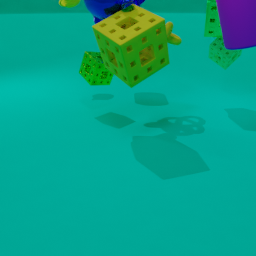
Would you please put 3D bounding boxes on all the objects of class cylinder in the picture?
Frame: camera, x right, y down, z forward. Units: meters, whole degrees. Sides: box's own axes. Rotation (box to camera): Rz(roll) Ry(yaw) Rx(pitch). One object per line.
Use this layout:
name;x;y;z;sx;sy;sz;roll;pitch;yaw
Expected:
cylinder;2.703;-2.588;6.075;1.397;1.397;1.397;-16;20;6

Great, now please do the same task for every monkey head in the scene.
monkey head;-0.426;-3.373;7.376;1.400;1.173;1.947;-40;58;-23

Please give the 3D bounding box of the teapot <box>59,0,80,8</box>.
teapot;-2.302;-5.280;11.133;0.862;0.679;1.386;16;60;27

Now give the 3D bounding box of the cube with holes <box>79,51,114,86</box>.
cube with holes;-0.990;-1.944;9.160;0.797;0.797;0.797;-9;46;-41

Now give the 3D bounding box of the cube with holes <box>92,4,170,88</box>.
cube with holes;0.103;-2.041;6.939;1.247;1.247;1.247;-34;51;-14

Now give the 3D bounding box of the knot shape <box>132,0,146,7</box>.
knot shape;0.063;-3.974;8.360;1.481;1.386;0.684;48;39;-1

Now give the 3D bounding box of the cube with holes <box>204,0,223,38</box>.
cube with holes;3.200;-3.829;8.918;1.299;1.299;1.299;8;60;15

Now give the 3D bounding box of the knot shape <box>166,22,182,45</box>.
knot shape;0.933;-2.762;8.864;1.323;0.653;1.414;-16;2;24

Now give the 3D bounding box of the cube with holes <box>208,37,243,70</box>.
cube with holes;3.341;-2.668;9.590;0.786;0.786;0.786;-43;67;-4
